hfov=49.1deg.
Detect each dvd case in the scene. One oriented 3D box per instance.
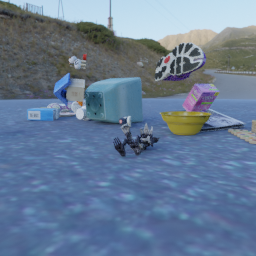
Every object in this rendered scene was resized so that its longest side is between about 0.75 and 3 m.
[{"bbox_3d":[3.071,-0.356,11.160,2.607,0.208,1.938,-4,23,-30],"label":"dvd case"}]

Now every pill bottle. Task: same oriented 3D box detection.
[{"bbox_3d":[-1.921,-0.748,13.865,0.736,0.736,1.312,6,9,37],"label":"pill bottle"}]

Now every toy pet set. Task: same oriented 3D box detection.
[{"bbox_3d":[-2.378,-1.757,11.561,1.146,2.158,2.015,4,37,-10],"label":"toy pet set"}]

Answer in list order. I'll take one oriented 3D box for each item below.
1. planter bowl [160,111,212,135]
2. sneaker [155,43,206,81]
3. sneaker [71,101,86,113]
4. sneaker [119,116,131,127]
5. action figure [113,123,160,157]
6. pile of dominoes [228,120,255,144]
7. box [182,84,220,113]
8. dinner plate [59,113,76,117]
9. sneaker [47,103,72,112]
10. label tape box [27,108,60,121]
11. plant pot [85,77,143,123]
[{"bbox_3d":[1.931,-0.152,9.488,1.725,0.719,1.725,0,8,0],"label":"planter bowl"},{"bbox_3d":[2.003,-2.301,10.183,1.142,1.104,2.738,6,-1,-20],"label":"sneaker"},{"bbox_3d":[-1.996,-1.039,15.291,2.438,0.897,1.438,7,10,-24],"label":"sneaker"},{"bbox_3d":[-0.127,-0.262,11.452,0.507,0.450,1.200,2,-2,0],"label":"sneaker"},{"bbox_3d":[0.244,0.228,6.736,0.853,0.733,1.436,-8,6,23],"label":"action figure"},{"bbox_3d":[4.504,0.098,8.681,2.156,0.440,2.766,1,7,5],"label":"pile of dominoes"},{"bbox_3d":[2.806,-1.124,10.800,0.953,1.083,0.524,-5,46,-32],"label":"box"},{"bbox_3d":[-3.653,-0.773,16.188,1.379,0.167,1.379,-1,8,0],"label":"dinner plate"},{"bbox_3d":[-4.503,-1.270,18.787,1.816,0.680,0.905,-4,-10,-24],"label":"sneaker"},{"bbox_3d":[-4.237,-0.735,14.365,1.291,0.596,1.801,1,6,-1],"label":"label tape box"},{"bbox_3d":[-0.791,-1.174,12.687,2.047,2.053,2.091,7,15,41],"label":"plant pot"}]
